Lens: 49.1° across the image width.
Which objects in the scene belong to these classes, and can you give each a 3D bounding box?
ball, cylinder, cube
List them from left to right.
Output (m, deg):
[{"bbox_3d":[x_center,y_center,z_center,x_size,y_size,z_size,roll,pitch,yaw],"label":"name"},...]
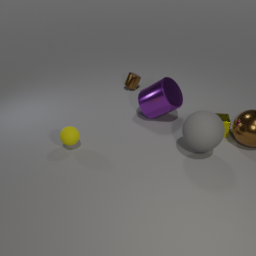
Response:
[{"bbox_3d":[-2.126,0.289,10.222,0.700,0.700,0.700,0,32,0],"label":"ball"},{"bbox_3d":[0.247,-2.510,14.857,0.700,0.700,0.700,23,21,-9],"label":"cylinder"},{"bbox_3d":[1.380,-1.256,11.942,1.400,1.400,1.400,-25,12,41],"label":"cylinder"},{"bbox_3d":[2.569,0.087,9.586,1.400,1.400,1.400,0,32,0],"label":"ball"},{"bbox_3d":[3.676,-0.126,11.254,0.700,0.700,0.700,4,32,9],"label":"cube"},{"bbox_3d":[4.606,0.009,10.377,1.400,1.400,1.400,0,32,0],"label":"ball"}]
